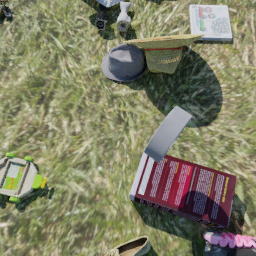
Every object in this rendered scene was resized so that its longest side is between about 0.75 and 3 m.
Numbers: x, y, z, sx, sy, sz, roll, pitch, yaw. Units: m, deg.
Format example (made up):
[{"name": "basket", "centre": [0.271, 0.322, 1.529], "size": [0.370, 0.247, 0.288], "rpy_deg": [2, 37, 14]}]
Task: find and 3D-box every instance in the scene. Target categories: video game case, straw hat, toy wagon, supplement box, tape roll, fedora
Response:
[{"name": "video game case", "centre": [3.313, -4.268, 11.305], "size": [1.571, 0.205, 1.726], "rpy_deg": [1, 66, 1]}, {"name": "straw hat", "centre": [1.265, -2.570, 9.945], "size": [2.946, 2.946, 1.247], "rpy_deg": [-7, 109, -3]}, {"name": "toy wagon", "centre": [-3.375, 1.578, 8.713], "size": [1.810, 0.358, 1.404], "rpy_deg": [11, 68, 4]}, {"name": "supplement box", "centre": [1.604, 1.789, 8.338], "size": [2.821, 0.859, 1.535], "rpy_deg": [17, 67, 8]}, {"name": "tape roll", "centre": [0.919, 0.154, 6.433], "size": [0.438, 1.325, 1.325], "rpy_deg": [35, 71, 10]}, {"name": "fedora", "centre": [-0.123, -2.523, 10.239], "size": [1.747, 0.789, 1.545], "rpy_deg": [9, 67, 3]}]

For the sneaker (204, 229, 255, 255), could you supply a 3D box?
[{"name": "sneaker", "centre": [3.169, 3.546, 7.709], "size": [2.264, 0.895, 1.080], "rpy_deg": [9, 83, 7]}]

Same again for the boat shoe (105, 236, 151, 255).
[{"name": "boat shoe", "centre": [-0.112, 3.448, 7.759], "size": [1.585, 0.497, 0.581], "rpy_deg": [-26, 51, -15]}]

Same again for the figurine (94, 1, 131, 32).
[{"name": "figurine", "centre": [-0.559, -4.630, 11.293], "size": [1.431, 0.616, 1.396], "rpy_deg": [4, 63, 1]}]

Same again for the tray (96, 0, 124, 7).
[{"name": "tray", "centre": [-1.341, -6.135, 11.847], "size": [2.820, 0.313, 1.514], "rpy_deg": [40, 55, 15]}]

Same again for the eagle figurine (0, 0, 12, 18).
[{"name": "eagle figurine", "centre": [-5.112, -4.848, 11.470], "size": [0.592, 0.589, 0.780], "rpy_deg": [2, 97, 43]}]
